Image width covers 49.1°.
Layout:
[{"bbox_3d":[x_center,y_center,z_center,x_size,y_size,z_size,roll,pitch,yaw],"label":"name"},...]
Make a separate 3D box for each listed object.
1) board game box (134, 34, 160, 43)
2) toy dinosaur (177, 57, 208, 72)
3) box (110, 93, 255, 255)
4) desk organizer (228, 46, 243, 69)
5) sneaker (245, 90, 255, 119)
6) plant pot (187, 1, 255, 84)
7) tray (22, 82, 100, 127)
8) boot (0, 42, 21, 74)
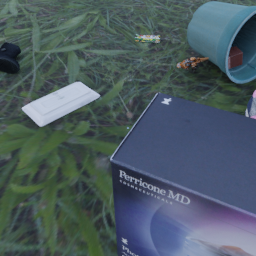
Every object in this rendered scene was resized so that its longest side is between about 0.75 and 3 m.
[{"bbox_3d":[0.805,-3.691,11.559,1.037,0.122,0.543,4,44,5],"label":"board game box"},{"bbox_3d":[2.146,-2.134,9.298,0.982,0.502,0.667,10,5,21],"label":"toy dinosaur"},{"bbox_3d":[1.259,1.244,4.141,2.664,2.643,1.642,18,45,20],"label":"box"},{"bbox_3d":[3.196,-2.514,9.196,0.524,0.489,1.362,-18,44,2],"label":"desk organizer"},{"bbox_3d":[3.532,-0.091,6.806,0.923,1.079,2.630,0,42,0],"label":"sneaker"},{"bbox_3d":[3.341,-3.040,9.254,2.364,2.364,2.315,-19,41,-20],"label":"plant pot"},{"bbox_3d":[-1.961,-0.829,8.277,2.086,0.231,1.120,-32,50,-31],"label":"tray"},{"bbox_3d":[-4.180,-2.527,9.889,1.525,0.583,1.282,9,46,20],"label":"boot"}]
